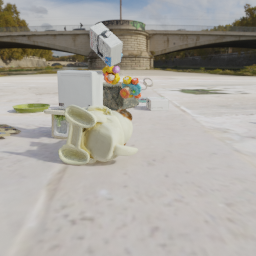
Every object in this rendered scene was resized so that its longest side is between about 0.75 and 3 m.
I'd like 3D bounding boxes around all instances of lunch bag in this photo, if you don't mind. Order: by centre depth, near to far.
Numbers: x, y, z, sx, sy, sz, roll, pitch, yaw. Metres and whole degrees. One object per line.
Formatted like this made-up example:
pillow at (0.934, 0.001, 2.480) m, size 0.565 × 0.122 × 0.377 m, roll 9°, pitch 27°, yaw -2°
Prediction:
lunch bag at (-0.811, -1.615, 13.530) m, size 2.180 × 1.282 × 1.788 m, roll 13°, pitch 18°, yaw 30°

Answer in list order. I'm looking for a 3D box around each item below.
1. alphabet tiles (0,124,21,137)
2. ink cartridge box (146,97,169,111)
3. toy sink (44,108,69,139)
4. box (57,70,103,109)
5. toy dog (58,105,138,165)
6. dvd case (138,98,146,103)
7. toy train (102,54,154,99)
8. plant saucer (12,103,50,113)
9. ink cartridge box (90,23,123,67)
alphabet tiles at (-4.802, 0.077, 8.156) m, size 2.865 × 0.091 × 2.384 m, roll -4°, pitch 11°, yaw -41°
ink cartridge box at (1.380, -1.157, 13.222) m, size 0.879 × 0.507 × 1.203 m, roll -1°, pitch 13°, yaw -6°
toy sink at (-1.640, -0.142, 8.146) m, size 0.957 × 0.823 × 1.468 m, roll 4°, pitch 9°, yaw 18°
box at (-1.288, -1.037, 7.633) m, size 1.048 × 1.054 × 0.689 m, roll 5°, pitch 15°, yaw 17°
toy dog at (-0.483, 0.041, 6.483) m, size 1.753 × 1.261 × 1.808 m, roll 6°, pitch 12°, yaw 17°
dvd case at (0.792, -1.594, 15.952) m, size 0.932 × 0.141 × 1.277 m, roll 1°, pitch 12°, yaw 4°
toy train at (-0.314, -2.217, 11.502) m, size 0.729 × 2.622 × 1.970 m, roll -50°, pitch 4°, yaw -34°
plant saucer at (-4.348, -0.894, 12.667) m, size 1.624 × 0.252 × 1.624 m, roll -1°, pitch 13°, yaw 0°
ink cartridge box at (-0.579, -2.139, 7.208) m, size 0.384 × 0.665 × 0.916 m, roll -32°, pitch 66°, yaw -23°
